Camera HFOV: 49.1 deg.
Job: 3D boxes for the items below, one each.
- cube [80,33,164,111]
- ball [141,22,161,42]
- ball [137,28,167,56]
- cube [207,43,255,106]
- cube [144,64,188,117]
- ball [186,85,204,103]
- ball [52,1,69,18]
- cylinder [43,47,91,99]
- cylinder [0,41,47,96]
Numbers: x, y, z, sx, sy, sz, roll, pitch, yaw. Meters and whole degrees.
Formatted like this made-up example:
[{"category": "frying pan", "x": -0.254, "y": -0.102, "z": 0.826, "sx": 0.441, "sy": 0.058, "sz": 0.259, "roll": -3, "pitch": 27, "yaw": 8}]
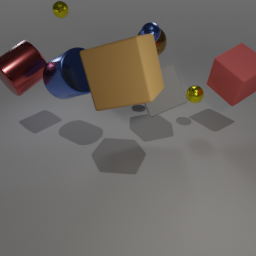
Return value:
[{"category": "cube", "x": -0.069, "y": -1.345, "z": 6.652, "sx": 1.400, "sy": 1.400, "sz": 1.400, "roll": -8, "pitch": 17, "yaw": 21}, {"category": "ball", "x": 0.797, "y": -3.353, "z": 9.859, "sx": 0.700, "sy": 0.700, "sz": 0.700, "roll": 0, "pitch": 31, "yaw": 0}, {"category": "ball", "x": 1.060, "y": -3.918, "z": 12.726, "sx": 1.400, "sy": 1.400, "sz": 1.400, "roll": 0, "pitch": 31, "yaw": 0}, {"category": "cube", "x": 3.987, "y": -1.943, "z": 10.232, "sx": 1.400, "sy": 1.400, "sz": 1.400, "roll": -30, "pitch": 61, "yaw": -18}, {"category": "cube", "x": 1.147, "y": -1.373, "z": 10.130, "sx": 1.400, "sy": 1.400, "sz": 1.400, "roll": -23, "pitch": 10, "yaw": 5}, {"category": "ball", "x": 2.622, "y": -1.319, "z": 10.976, "sx": 0.700, "sy": 0.700, "sz": 0.700, "roll": 0, "pitch": 31, "yaw": 0}, {"category": "ball", "x": -2.934, "y": -5.148, "z": 12.189, "sx": 0.700, "sy": 0.700, "sz": 0.700, "roll": 0, "pitch": 31, "yaw": 0}, {"category": "cylinder", "x": -1.772, "y": -1.677, "z": 8.844, "sx": 1.400, "sy": 1.400, "sz": 1.400, "roll": -25, "pitch": 13, "yaw": -36}, {"category": "cylinder", "x": -3.726, "y": -2.069, "z": 9.792, "sx": 1.400, "sy": 1.400, "sz": 1.400, "roll": 28, "pitch": 63, "yaw": 39}]
